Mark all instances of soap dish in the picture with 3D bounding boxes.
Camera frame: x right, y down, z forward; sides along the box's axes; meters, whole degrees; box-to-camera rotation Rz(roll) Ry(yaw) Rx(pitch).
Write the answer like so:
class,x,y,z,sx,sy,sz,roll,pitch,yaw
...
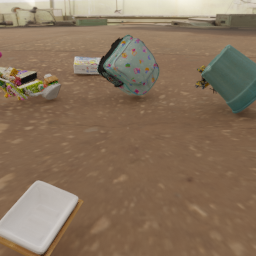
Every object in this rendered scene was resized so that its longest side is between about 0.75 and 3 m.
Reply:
class,x,y,z,sx,sy,sz,roll,pitch,yaw
soap dish,-1.076,1.137,3.439,0.722,0.373,0.918,20,37,10

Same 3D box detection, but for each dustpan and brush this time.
class,x,y,z,sx,sy,sz,roll,pitch,yaw
dustpan and brush,-2.709,-1.151,9.230,0.276,0.672,0.963,43,42,10

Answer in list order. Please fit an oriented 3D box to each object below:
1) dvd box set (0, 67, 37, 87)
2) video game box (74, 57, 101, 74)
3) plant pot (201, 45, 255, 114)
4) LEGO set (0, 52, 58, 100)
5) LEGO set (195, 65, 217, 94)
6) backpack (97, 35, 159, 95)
class,x,y,z,sx,sy,sz,roll,pitch,yaw
dvd box set,-5.186,-2.180,11.758,2.158,0.317,1.579,9,25,10
video game box,-1.641,-3.027,13.535,1.892,0.486,2.077,2,23,-10
plant pot,3.058,-1.484,8.083,1.507,1.539,1.539,42,30,-1
LEGO set,-3.245,-1.405,9.022,1.042,1.288,2.799,20,1,34
LEGO set,2.691,-1.637,9.504,0.605,0.803,1.044,-36,46,-22
backpack,0.161,-1.987,9.377,1.616,1.839,1.409,-56,28,-14
